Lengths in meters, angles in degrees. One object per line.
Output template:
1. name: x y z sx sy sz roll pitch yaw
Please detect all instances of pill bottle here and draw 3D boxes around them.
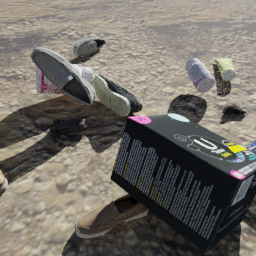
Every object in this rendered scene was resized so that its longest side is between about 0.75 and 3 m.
1. pill bottle: 3.151 -2.361 12.432 0.848 0.848 1.496 -10 53 -13
2. pill bottle: -2.723 -2.091 11.976 2.277 1.291 1.291 -2 36 -21

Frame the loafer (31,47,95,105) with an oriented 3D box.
1. loafer: -2.343 -1.877 10.379 2.816 0.985 0.983 36 19 -23

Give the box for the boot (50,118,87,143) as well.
1. boot: -2.104 0.009 10.070 1.229 0.489 1.412 -1 35 0

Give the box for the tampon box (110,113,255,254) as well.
1. tampon box: 1.480 1.052 6.987 2.968 1.874 2.224 31 24 35

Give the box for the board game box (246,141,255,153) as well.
1. board game box: 4.525 1.169 8.451 1.936 0.598 1.938 -24 43 -30

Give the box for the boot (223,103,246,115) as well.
1. boot: 4.231 -0.664 11.114 0.859 0.333 0.594 -26 49 -28

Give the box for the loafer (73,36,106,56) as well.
1. loafer: -2.177 -4.697 15.956 0.855 0.857 2.450 12 38 28

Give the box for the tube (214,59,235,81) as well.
1. tube: 4.897 -3.109 14.133 0.688 0.615 2.370 38 31 -13

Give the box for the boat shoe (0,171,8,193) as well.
1. boat shoe: -4.324 1.138 8.352 2.118 0.760 0.802 26 44 30

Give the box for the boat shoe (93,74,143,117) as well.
1. boat shoe: -0.543 -1.402 11.595 0.954 1.013 2.821 -18 44 -35

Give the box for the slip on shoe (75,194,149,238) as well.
1. slip on shoe: -0.393 2.153 7.147 2.004 0.607 0.762 -12 39 -16
